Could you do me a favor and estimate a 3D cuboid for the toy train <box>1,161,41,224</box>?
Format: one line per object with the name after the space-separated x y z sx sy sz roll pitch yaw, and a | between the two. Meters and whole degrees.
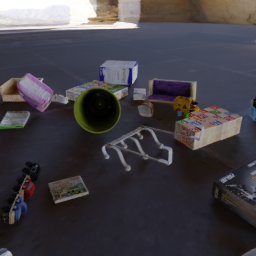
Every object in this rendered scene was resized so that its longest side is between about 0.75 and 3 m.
-2.656 1.569 7.146 0.521 0.388 2.276 10 25 -7 | toy train

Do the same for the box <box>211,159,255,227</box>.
3.470 1.559 6.939 2.188 0.529 1.733 -17 31 -30 | box

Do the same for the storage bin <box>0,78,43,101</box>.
-5.104 -1.852 13.624 1.604 0.752 1.592 0 26 0 | storage bin

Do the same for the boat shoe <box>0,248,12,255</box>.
-2.628 2.536 5.237 0.284 0.301 0.839 22 32 37 | boat shoe

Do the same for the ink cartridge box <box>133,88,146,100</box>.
0.562 -1.653 13.680 0.591 0.346 0.807 1 28 2 | ink cartridge box

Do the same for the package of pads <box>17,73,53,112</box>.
-3.652 -1.352 11.048 0.764 1.216 2.018 -55 12 -15 | package of pads

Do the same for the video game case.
-1.577 1.597 7.367 0.873 0.096 0.796 -11 28 -23 | video game case

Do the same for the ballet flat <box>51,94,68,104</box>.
-3.272 -1.403 13.157 1.120 0.402 0.402 13 29 25 | ballet flat

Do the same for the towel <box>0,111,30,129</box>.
-4.532 -0.351 11.202 0.979 0.201 1.312 -4 27 -6 | towel

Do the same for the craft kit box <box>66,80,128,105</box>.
-1.489 -1.718 13.684 2.177 0.528 2.150 16 33 30 | craft kit box

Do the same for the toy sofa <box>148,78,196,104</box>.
2.023 -1.725 13.047 2.186 0.905 1.067 10 25 25 | toy sofa

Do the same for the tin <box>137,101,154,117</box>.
0.688 -0.730 10.995 0.606 1.082 0.227 13 69 15 | tin

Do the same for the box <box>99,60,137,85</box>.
-0.517 -3.196 16.058 1.897 0.995 1.744 4 26 10 | box

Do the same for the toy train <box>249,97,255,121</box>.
5.788 -0.807 11.173 1.810 1.034 0.785 1 30 3 | toy train

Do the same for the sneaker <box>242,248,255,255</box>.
2.102 2.410 4.659 1.196 1.126 2.921 12 27 36 | sneaker

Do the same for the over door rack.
0.730 0.579 8.374 2.548 0.849 1.882 1 20 43 | over door rack

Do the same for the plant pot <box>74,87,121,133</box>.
-1.117 -0.795 10.758 1.673 1.673 1.611 -1 13 -2 | plant pot

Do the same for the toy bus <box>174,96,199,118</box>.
2.585 -0.997 12.007 1.247 0.645 1.177 -7 27 -13 | toy bus

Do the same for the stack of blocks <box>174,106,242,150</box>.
2.775 -0.074 10.088 2.285 0.669 1.316 -16 30 -28 | stack of blocks
